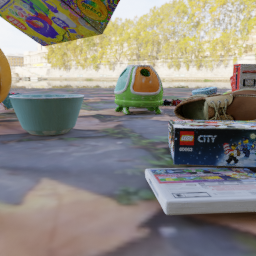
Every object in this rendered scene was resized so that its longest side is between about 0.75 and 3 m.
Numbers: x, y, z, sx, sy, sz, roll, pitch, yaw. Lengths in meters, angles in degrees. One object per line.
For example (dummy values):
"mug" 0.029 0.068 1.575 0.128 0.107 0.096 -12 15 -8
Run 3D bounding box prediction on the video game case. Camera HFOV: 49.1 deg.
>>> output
"video game case" 0.898 0.618 2.959 1.284 0.148 1.170 -1 5 -5

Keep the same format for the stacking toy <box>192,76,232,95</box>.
"stacking toy" 4.212 -1.744 12.657 2.596 1.097 2.350 -9 10 20

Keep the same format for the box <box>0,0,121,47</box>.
"box" -0.986 -2.638 4.307 1.392 2.197 2.281 32 -10 -36

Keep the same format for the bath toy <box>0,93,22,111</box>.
"bath toy" -4.637 -1.077 11.167 0.809 0.952 2.190 -46 23 -17

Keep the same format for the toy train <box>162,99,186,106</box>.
"toy train" 2.414 -1.256 13.716 1.915 0.327 0.439 -3 14 -16

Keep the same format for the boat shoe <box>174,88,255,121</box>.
"boat shoe" 2.360 -0.423 7.271 0.980 1.004 2.654 -15 9 -40

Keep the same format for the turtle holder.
"turtle holder" 0.440 -1.532 10.947 1.912 1.787 2.517 1 10 9

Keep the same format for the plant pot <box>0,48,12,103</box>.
"plant pot" -5.486 -1.438 8.432 2.880 2.880 2.636 1 25 5

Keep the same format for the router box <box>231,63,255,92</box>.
"router box" 5.125 -1.581 11.037 2.071 1.859 0.506 -2 10 -13

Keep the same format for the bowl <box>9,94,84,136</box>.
"bowl" -1.865 -0.338 6.614 1.686 0.882 1.686 -1 10 0

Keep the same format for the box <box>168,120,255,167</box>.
"box" 1.983 0.178 4.271 2.674 0.504 1.826 1 5 6
